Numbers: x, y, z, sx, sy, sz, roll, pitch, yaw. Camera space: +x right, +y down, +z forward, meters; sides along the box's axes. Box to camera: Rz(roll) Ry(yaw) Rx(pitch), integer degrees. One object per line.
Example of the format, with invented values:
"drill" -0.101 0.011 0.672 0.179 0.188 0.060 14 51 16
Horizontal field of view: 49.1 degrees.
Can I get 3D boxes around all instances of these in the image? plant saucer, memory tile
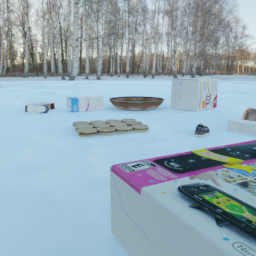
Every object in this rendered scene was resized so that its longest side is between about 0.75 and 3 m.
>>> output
"plant saucer" 0.387 -1.120 12.729 2.520 0.461 2.520 0 11 0
"memory tile" -0.528 -0.035 8.185 2.052 0.172 1.573 -4 12 -20

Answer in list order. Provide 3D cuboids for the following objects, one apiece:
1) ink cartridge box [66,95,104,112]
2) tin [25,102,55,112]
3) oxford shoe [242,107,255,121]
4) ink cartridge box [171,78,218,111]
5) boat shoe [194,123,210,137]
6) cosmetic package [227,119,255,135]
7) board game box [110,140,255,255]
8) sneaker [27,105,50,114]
"ink cartridge box" -1.856 -1.067 12.079 1.433 0.607 1.036 -6 13 -22
"tin" -3.834 -0.922 12.227 0.851 0.318 1.519 0 11 20
"oxford shoe" 4.156 -0.365 8.957 1.494 0.533 0.545 -10 20 -40
"ink cartridge box" 2.948 -1.519 12.402 1.346 1.352 1.861 11 16 42
"boat shoe" 2.031 0.014 7.620 0.342 0.295 0.941 6 13 27
"cosmetic package" 3.275 -0.030 7.774 0.894 0.331 0.455 13 17 42
"board game box" 1.414 0.777 2.614 2.657 0.854 1.960 -5 13 -26
"sneaker" -3.601 -0.760 11.416 0.846 0.341 0.619 -2 2 14
